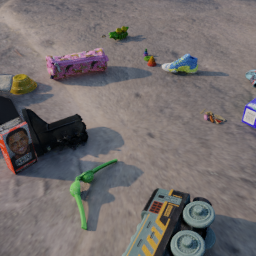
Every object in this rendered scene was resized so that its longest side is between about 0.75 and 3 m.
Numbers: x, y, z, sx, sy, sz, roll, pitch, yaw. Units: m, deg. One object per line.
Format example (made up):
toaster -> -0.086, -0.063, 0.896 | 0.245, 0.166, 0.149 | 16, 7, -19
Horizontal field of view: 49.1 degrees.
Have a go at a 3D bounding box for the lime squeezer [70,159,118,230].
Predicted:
lime squeezer -> -1.004, 1.453, 7.337 | 0.821, 0.439, 2.325 | 11, 40, 13

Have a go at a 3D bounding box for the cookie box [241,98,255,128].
cookie box -> 5.149, -0.534, 9.462 | 1.966, 0.739, 1.681 | -29, 46, -31

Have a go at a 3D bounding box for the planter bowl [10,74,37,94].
planter bowl -> -4.294, -1.853, 11.279 | 1.141, 0.475, 1.141 | 0, 39, 0

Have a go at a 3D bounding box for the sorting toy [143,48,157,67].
sorting toy -> 0.999, -3.368, 13.128 | 0.452, 0.449, 1.304 | -9, 41, -10

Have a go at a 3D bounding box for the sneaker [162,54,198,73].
sneaker -> 2.290, -2.854, 12.147 | 1.573, 0.826, 0.596 | 2, 33, -4

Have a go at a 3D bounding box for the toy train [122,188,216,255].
toy train -> 0.786, 2.443, 5.677 | 1.586, 1.186, 2.783 | 8, 41, 29

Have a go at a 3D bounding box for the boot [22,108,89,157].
boot -> -2.315, -0.064, 8.896 | 1.688, 0.762, 2.060 | -20, 51, -20

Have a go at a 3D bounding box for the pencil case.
pencil case -> -2.141, -2.758, 11.922 | 2.556, 1.058, 1.106 | -13, 48, -17

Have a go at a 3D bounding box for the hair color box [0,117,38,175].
hair color box -> -3.029, 0.503, 7.653 | 0.447, 1.461, 0.741 | 31, 49, 32

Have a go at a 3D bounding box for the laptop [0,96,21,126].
laptop -> -4.983, -0.253, 9.290 | 2.311, 1.339, 2.164 | 18, 21, -46

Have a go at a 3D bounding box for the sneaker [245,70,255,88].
sneaker -> 5.225, -1.933, 11.347 | 0.622, 0.517, 1.303 | -23, 44, -23

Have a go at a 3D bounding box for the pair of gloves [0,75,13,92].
pair of gloves -> -5.477, -1.179, 9.941 | 2.154, 0.444, 2.534 | 9, 55, -3

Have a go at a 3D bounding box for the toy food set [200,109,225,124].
toy food set -> 2.917, -0.353, 9.752 | 0.818, 0.129, 0.520 | 35, 49, 24

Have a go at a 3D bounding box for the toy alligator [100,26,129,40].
toy alligator -> -0.589, -4.961, 15.020 | 1.977, 0.586, 0.536 | -33, 90, -33
